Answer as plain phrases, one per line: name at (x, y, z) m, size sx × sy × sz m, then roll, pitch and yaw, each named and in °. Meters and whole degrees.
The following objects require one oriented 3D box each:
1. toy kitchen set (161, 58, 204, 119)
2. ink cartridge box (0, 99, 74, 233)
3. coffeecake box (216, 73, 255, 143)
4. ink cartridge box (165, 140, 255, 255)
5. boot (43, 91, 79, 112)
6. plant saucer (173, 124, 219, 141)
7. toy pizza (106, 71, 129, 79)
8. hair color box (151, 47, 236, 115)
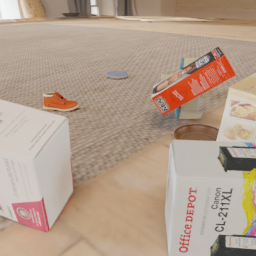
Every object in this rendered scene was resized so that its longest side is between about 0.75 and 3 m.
toy kitchen set at (2.046, -1.312, 11.186) m, size 1.701 × 2.313 × 2.887 m, roll 5°, pitch -9°, yaw 10°
ink cartridge box at (-2.680, 0.574, 5.506) m, size 2.939 × 2.153 × 1.216 m, roll 15°, pitch 41°, yaw 11°
coffeecake box at (2.958, 0.013, 6.835) m, size 0.865 × 2.367 × 1.817 m, roll 26°, pitch 36°, yaw 34°
ink cartridge box at (2.014, 1.307, 4.825) m, size 2.637 × 1.921 × 1.092 m, roll 1°, pitch 30°, yaw 5°
boot at (-2.582, -1.037, 10.755) m, size 1.394 × 0.748 × 0.523 m, roll 1°, pitch 25°, yaw -2°
plant saucer at (2.198, 0.356, 8.490) m, size 1.646 × 0.301 × 1.646 m, roll -1°, pitch 26°, yaw 0°
toy pizza at (-0.562, -2.780, 14.769) m, size 1.190 × 0.189 × 1.190 m, roll 1°, pitch 26°, yaw -1°
hair color box at (1.949, -1.455, 8.701) m, size 2.426 × 0.743 × 1.231 m, roll -30°, pitch 18°, yaw 21°
